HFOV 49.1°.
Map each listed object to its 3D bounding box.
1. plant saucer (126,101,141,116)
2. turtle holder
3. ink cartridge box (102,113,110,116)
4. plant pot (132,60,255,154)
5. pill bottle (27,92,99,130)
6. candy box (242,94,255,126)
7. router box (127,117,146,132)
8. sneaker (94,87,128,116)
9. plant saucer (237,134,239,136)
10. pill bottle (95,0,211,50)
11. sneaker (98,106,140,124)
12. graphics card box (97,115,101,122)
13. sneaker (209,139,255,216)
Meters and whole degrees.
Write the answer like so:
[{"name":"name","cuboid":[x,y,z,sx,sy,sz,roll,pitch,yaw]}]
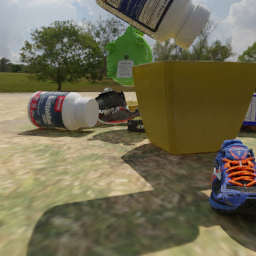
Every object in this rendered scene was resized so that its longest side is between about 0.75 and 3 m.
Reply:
[{"name":"plant saucer","cuboid":[-0.022,-0.961,14.031,2.623,0.636,2.623,-8,13,-39]},{"name":"turtle holder","cuboid":[0.115,-2.603,10.324,1.735,2.283,1.621,-27,-17,22]},{"name":"ink cartridge box","cuboid":[-1.162,-0.735,12.427,0.824,0.323,1.739,33,2,-17]},{"name":"plant pot","cuboid":[1.509,-0.541,6.953,2.316,2.043,2.316,-3,9,-17]},{"name":"pill bottle","cuboid":[-2.188,-0.589,9.616,2.168,1.296,1.296,3,10,20]},{"name":"candy box","cuboid":[3.483,-0.704,10.378,2.888,1.112,2.442,5,4,19]},{"name":"router box","cuboid":[0.862,-0.115,9.492,1.467,0.383,1.153,4,10,22]},{"name":"sneaker","cuboid":[-0.966,-1.058,11.072,2.454,1.110,0.816,-8,3,-45]},{"name":"plant saucer","cuboid":[2.715,0.046,8.901,1.506,0.267,1.506,0,9,0]},{"name":"pill bottle","cuboid":[0.510,-2.452,5.513,2.086,1.157,1.157,30,10,-2]},{"name":"sneaker","cuboid":[-0.350,-0.534,11.053,1.727,0.707,0.666,-2,10,1]},{"name":"graphics card box","cuboid":[-1.600,-0.463,11.952,0.754,0.306,1.202,-3,9,-15]},{"name":"sneaker","cuboid":[1.459,0.612,3.844,0.722,0.752,1.918,1,9,10]}]
